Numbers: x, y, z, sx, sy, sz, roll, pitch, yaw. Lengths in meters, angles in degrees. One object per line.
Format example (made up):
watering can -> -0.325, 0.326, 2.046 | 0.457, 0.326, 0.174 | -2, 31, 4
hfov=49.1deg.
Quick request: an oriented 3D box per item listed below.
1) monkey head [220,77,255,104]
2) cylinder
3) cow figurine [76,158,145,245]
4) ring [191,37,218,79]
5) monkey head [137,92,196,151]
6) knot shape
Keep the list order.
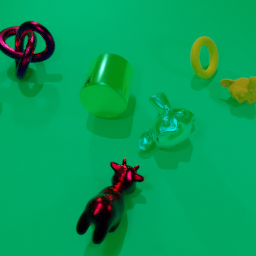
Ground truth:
monkey head -> 3.425, -1.210, 8.129 | 1.329, 0.956, 0.801 | 7, 43, -7
cylinder -> -0.572, -1.194, 7.933 | 1.320, 1.320, 1.320 | 8, 52, 5
cow figurine -> -0.359, 1.567, 6.364 | 0.938, 1.708, 1.681 | 25, 96, 14
ring -> 2.403, -2.187, 8.752 | 0.258, 1.291, 1.291 | 7, 50, 49
monkey head -> 1.023, -0.187, 7.477 | 1.914, 1.153, 1.377 | -27, 73, -17
knot shape -> -3.065, -2.519, 8.596 | 1.755, 0.867, 1.875 | -20, 81, 21
